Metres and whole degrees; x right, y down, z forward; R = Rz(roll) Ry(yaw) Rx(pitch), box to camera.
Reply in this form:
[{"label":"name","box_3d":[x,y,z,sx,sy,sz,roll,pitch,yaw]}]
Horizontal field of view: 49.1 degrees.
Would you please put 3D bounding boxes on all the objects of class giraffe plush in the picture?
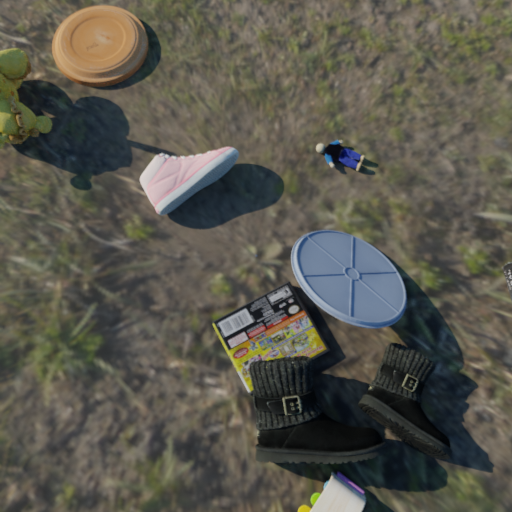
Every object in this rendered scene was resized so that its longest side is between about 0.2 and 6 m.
[{"label":"giraffe plush","box_3d":[-4.844,-2.887,10.716,1.756,2.035,1.650,-31,102,-13]}]

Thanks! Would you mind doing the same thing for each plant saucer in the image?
[{"label":"plant saucer","box_3d":[-3.309,-4.497,11.835,2.006,0.324,2.006,0,71,1]}]

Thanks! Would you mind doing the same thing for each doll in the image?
[{"label":"doll","box_3d":[1.615,-1.970,10.983,0.937,0.227,0.639,24,71,8]}]

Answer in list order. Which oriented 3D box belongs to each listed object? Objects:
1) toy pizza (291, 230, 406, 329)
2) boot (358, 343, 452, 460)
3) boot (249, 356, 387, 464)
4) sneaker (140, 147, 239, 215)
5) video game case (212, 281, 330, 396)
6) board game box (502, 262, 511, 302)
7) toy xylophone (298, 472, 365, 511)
[{"label":"toy pizza","box_3d":[1.578,0.409,9.691,2.185,0.346,2.185,15,42,-14]},{"label":"boot","box_3d":[2.668,2.361,9.221,1.735,0.653,1.298,37,65,3]},{"label":"boot","box_3d":[0.971,2.428,8.969,2.197,0.827,1.642,0,79,1]},{"label":"sneaker","box_3d":[-1.329,-1.701,10.612,1.928,0.726,1.008,-36,79,-8]},{"label":"video game case","box_3d":[0.248,1.418,9.779,1.580,0.201,1.428,-27,73,-9]},{"label":"board game box","box_3d":[5.922,1.745,9.503,2.523,0.525,3.730,-6,71,-2]},{"label":"toy xylophone","box_3d":[1.130,4.337,8.621,1.299,0.446,1.775,43,76,14]}]
